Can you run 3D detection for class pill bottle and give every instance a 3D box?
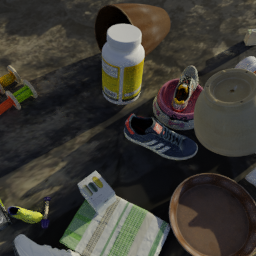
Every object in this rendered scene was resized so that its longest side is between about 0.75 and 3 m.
[{"bbox_3d":[5.427,-1.668,11.294,1.413,1.413,2.518,-20,60,-13],"label":"pill bottle"},{"bbox_3d":[-0.205,-2.407,10.815,1.600,2.845,1.600,2,50,-3],"label":"pill bottle"}]

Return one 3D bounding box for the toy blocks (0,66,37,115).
[{"bbox_3d":[-5.266,-1.241,11.326,2.055,0.895,2.466,39,65,23],"label":"toy blocks"}]

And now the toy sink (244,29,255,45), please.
[{"bbox_3d":[5.985,-4.434,13.421,0.534,0.820,0.459,-4,58,-2],"label":"toy sink"}]

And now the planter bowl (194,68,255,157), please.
[{"bbox_3d":[3.072,-0.656,8.214,2.488,1.674,2.488,-13,48,15],"label":"planter bowl"}]

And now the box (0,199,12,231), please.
[{"bbox_3d":[-4.919,2.854,8.975,1.782,0.423,1.721,-31,60,-18],"label":"box"}]

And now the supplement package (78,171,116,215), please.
[{"bbox_3d":[-0.984,2.061,8.937,0.747,0.742,0.985,-36,61,-21],"label":"supplement package"}]

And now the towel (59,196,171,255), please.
[{"bbox_3d":[-0.375,3.316,8.757,2.876,0.441,2.145,23,58,17],"label":"towel"}]

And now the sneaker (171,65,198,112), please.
[{"bbox_3d":[2.257,-1.571,10.829,0.751,0.792,1.929,17,76,11],"label":"sneaker"}]

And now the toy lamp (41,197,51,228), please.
[{"bbox_3d":[-2.667,2.754,9.127,0.285,0.285,0.978,-3,58,-2],"label":"toy lamp"}]

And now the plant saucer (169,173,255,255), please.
[{"bbox_3d":[2.717,2.857,8.939,2.863,0.493,2.863,0,58,1],"label":"plant saucer"}]

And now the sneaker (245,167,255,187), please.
[{"bbox_3d":[5.324,1.486,9.668,2.453,0.956,1.219,-32,69,-9],"label":"sneaker"}]

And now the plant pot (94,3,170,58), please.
[{"bbox_3d":[0.461,-4.377,12.560,2.904,2.714,2.714,-32,62,-33],"label":"plant pot"}]

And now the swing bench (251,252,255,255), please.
[{"bbox_3d":[3.903,4.123,8.052,0.995,0.645,0.989,-29,62,-11],"label":"swing bench"}]

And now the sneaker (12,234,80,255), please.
[{"bbox_3d":[-2.066,4.008,8.022,2.964,1.104,1.291,34,50,13],"label":"sneaker"}]

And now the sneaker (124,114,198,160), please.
[{"bbox_3d":[1.183,0.269,10.174,2.835,1.198,1.063,17,59,10],"label":"sneaker"}]

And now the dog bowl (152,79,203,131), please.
[{"bbox_3d":[2.132,-1.030,11.229,2.252,0.830,2.252,0,57,-1],"label":"dog bowl"}]

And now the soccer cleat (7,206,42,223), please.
[{"bbox_3d":[-3.332,2.777,8.986,1.149,0.481,0.372,11,58,7],"label":"soccer cleat"}]
